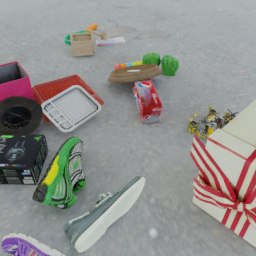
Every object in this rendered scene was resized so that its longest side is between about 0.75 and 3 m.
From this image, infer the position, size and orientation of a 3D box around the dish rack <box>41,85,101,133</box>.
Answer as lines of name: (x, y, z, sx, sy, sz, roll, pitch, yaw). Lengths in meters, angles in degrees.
dish rack: (-2.072, -0.664, 10.298, 1.565, 0.397, 1.824, 42, 61, 18)

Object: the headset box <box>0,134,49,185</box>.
headset box: (-3.287, 0.887, 8.508, 1.364, 0.727, 1.566, 1, 39, 2)

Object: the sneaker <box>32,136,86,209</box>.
sneaker: (-1.729, 1.269, 8.048, 1.141, 1.045, 2.678, 31, 32, -12)

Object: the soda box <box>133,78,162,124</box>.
soda box: (0.706, -1.178, 10.963, 0.733, 0.809, 2.311, -6, 39, -7)

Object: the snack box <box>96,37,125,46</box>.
snack box: (-1.000, -4.968, 16.073, 1.608, 0.196, 0.578, -11, 41, -13)

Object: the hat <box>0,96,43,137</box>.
hat: (-3.824, -0.223, 9.802, 1.841, 0.743, 1.841, 3, 54, -5)

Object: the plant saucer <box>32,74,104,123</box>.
plant saucer: (-2.609, -1.394, 11.522, 2.478, 0.455, 2.473, -20, 44, -24)

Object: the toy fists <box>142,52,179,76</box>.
toy fists: (1.533, -3.066, 13.197, 1.763, 0.899, 0.606, 15, 41, 17)

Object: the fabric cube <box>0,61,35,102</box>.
fabric cube: (-4.555, -1.379, 10.629, 1.563, 1.558, 1.533, -23, 46, -26)

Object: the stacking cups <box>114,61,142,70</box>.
stacking cups: (0.025, -2.947, 13.529, 1.343, 0.406, 0.406, -9, 40, -3)

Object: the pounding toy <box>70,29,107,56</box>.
pounding toy: (-2.073, -4.589, 15.069, 1.924, 0.880, 1.690, -7, 40, -8)

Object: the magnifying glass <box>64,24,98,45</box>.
magnifying glass: (-2.718, -5.670, 16.848, 1.188, 0.334, 2.984, 16, 41, 19)

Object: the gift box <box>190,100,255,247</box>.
gift box: (3.177, 0.993, 6.730, 2.725, 2.953, 2.758, 28, 48, 37)

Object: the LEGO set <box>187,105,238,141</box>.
LEGO set: (2.956, -0.334, 9.793, 1.697, 0.983, 1.305, -22, 44, -25)

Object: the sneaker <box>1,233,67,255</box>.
sneaker: (-2.091, 2.888, 6.119, 1.787, 0.721, 0.746, 16, 48, 18)

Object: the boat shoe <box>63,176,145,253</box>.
boat shoe: (-0.537, 1.943, 7.093, 0.771, 0.908, 2.494, 33, 54, 28)

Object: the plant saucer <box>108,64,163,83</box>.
plant saucer: (0.294, -2.411, 12.189, 2.411, 0.355, 2.411, -8, 21, 3)
